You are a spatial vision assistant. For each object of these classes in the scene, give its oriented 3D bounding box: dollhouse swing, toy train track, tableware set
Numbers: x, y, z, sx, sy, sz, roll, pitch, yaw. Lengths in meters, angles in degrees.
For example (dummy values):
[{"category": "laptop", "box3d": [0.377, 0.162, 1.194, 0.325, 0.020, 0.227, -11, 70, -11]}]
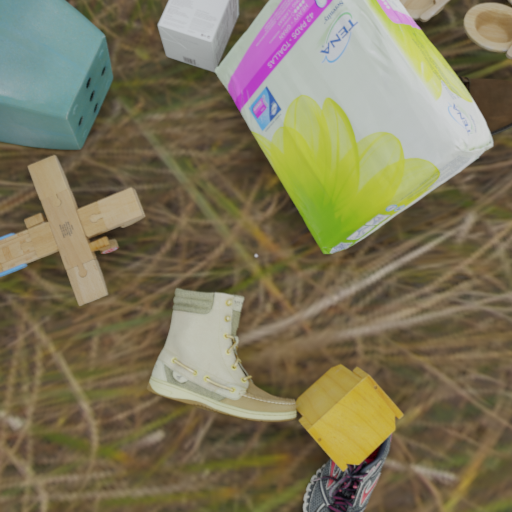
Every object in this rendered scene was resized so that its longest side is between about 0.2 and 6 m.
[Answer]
[{"category": "dollhouse swing", "box3d": [1.159, 2.079, 7.410, 1.043, 0.917, 0.948, -41, 86, -9]}, {"category": "toy train track", "box3d": [-3.339, -0.062, 8.071, 3.678, 0.598, 2.110, -21, 86, 1]}, {"category": "tableware set", "box3d": [3.455, -4.201, 8.753, 2.942, 0.341, 2.457, 35, 69, 15]}]

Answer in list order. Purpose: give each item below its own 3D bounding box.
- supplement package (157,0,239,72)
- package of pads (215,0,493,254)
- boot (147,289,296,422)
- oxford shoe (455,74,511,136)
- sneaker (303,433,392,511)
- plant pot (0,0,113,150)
[{"category": "supplement package", "box3d": [-0.854, -3.657, 8.654, 0.861, 0.855, 1.135, 19, 78, 4]}, {"category": "package of pads", "box3d": [1.183, -2.075, 7.477, 1.136, 2.573, 3.330, -19, 75, -47]}, {"category": "boot", "box3d": [-0.323, 1.323, 7.612, 2.043, 0.736, 1.580, 12, 79, 9]}, {"category": "oxford shoe", "box3d": [2.872, -2.205, 8.190, 2.610, 1.101, 0.948, -6, 85, -3]}, {"category": "sneaker", "box3d": [1.183, 2.862, 7.294, 0.792, 0.734, 1.966, 22, 79, 5]}, {"category": "plant pot", "box3d": [-3.710, -2.844, 7.931, 2.979, 2.105, 2.106, 21, 78, -6]}]
